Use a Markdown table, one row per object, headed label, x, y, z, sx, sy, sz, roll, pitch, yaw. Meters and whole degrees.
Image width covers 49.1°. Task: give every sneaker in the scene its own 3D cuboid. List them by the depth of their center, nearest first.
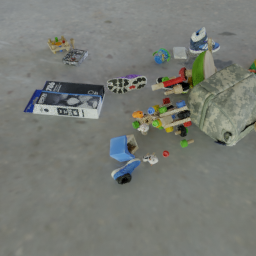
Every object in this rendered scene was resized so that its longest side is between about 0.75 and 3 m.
| label | x | y | z | sx | sy | sz | roll | pitch | yaw |
| --- | --- | --- | --- | --- | --- | --- | --- | --- | --- |
| sneaker | 0.051 | 1.331 | 8.355 | 0.978 | 0.376 | 0.544 | -26 | 46 | -17 |
| sneaker | 1.803 | -1.782 | 10.954 | 1.405 | 0.582 | 0.504 | 15 | 60 | -7 |
| sneaker | -0.082 | -1.825 | 11.331 | 1.664 | 0.671 | 0.694 | -9 | 31 | -20 |
| sneaker | 3.648 | -4.118 | 13.020 | 1.540 | 1.128 | 0.621 | -8 | 47 | -7 |

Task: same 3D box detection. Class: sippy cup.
| label | x | y | z | sx | sy | sz | roll | pitch | yaw |
| --- | --- | --- | --- | --- | --- | --- | --- | --- | --- |
| sippy cup | 1.484 | -3.194 | 12.588 | 0.740 | 0.581 | 0.542 | -1 | 44 | 54 |

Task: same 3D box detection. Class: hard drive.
| label | x | y | z | sx | sy | sz | roll | pitch | yaw |
| --- | --- | --- | --- | --- | --- | --- | --- | --- | --- |
| hard drive | 2.440 | -3.552 | 13.189 | 0.559 | 0.111 | 0.848 | 2 | 47 | 1 |

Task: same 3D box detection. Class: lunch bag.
| label | x | y | z | sx | sy | sz | roll | pitch | yaw |
| --- | --- | --- | --- | --- | --- | --- | --- | --- | --- |
| lunch bag | 3.475 | -0.693 | 9.333 | 2.509 | 1.748 | 2.104 | -27 | 51 | -23 |

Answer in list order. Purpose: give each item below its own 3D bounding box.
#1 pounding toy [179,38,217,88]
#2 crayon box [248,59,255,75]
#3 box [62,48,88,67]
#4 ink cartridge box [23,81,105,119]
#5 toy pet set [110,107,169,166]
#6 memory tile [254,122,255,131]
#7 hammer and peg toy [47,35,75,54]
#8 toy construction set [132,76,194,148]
| label | x | y | z | sx | sy | sz | roll | pitch | yaw |
| --- | --- | --- | --- | --- | --- | --- | --- | --- | --- |
| pounding toy | 2.720 | -2.155 | 10.958 | 1.106 | 1.840 | 2.383 | -2 | 41 | 28 |
| crayon box | 6.109 | -2.476 | 11.806 | 1.606 | 0.642 | 2.529 | 27 | 52 | 23 |
| box | -2.406 | -3.224 | 12.776 | 0.799 | 0.252 | 1.013 | 13 | 48 | 12 |
| ink cartridge box | -2.412 | -1.106 | 10.575 | 2.890 | 0.567 | 1.437 | 3 | 47 | 5 |
| toy pet set | 0.217 | 0.417 | 8.391 | 1.521 | 1.629 | 0.865 | -13 | 15 | 32 |
| memory tile | 5.301 | 0.183 | 8.561 | 2.604 | 0.219 | 1.996 | -21 | 67 | -20 |
| hammer and peg toy | -3.127 | -4.039 | 13.412 | 1.282 | 0.452 | 0.943 | -19 | 49 | -17 |
| toy construction set | 0.974 | -0.533 | 9.067 | 1.673 | 2.178 | 1.816 | -18 | 39 | -9 |
